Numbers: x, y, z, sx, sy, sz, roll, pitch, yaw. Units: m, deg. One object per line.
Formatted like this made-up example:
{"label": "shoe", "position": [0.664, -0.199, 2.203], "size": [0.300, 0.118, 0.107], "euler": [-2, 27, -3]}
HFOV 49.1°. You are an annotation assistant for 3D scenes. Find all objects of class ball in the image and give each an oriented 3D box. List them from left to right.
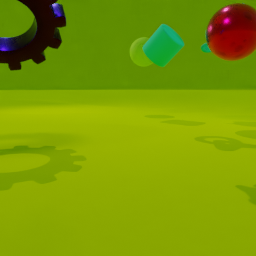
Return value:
{"label": "ball", "position": [0.620, -2.970, 10.961], "size": [1.101, 1.101, 1.101], "euler": [0, 8, 0]}
{"label": "ball", "position": [2.672, -2.395, 7.055], "size": [1.378, 1.378, 1.378], "euler": [0, 8, 0]}

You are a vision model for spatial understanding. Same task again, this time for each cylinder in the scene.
{"label": "cylinder", "position": [1.166, -2.716, 9.269], "size": [0.994, 0.994, 0.994], "euler": [-45, -19, 32]}

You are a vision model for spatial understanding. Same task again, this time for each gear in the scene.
{"label": "gear", "position": [-2.134, -1.862, 4.787], "size": [2.048, 0.379, 2.048], "euler": [-14, -30, -9]}

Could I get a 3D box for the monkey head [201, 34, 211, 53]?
{"label": "monkey head", "position": [3.184, -3.011, 9.001], "size": [1.296, 1.802, 1.086], "euler": [44, 17, 5]}
